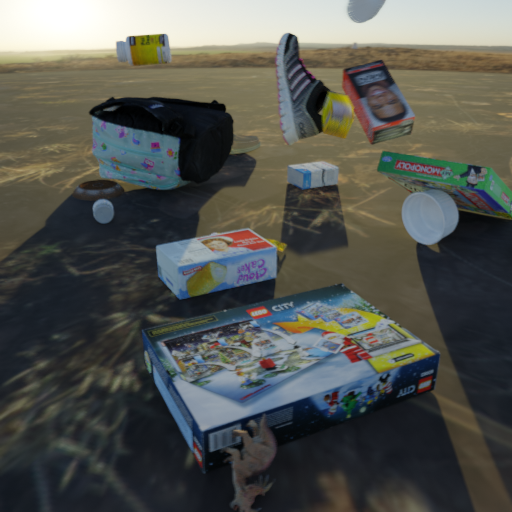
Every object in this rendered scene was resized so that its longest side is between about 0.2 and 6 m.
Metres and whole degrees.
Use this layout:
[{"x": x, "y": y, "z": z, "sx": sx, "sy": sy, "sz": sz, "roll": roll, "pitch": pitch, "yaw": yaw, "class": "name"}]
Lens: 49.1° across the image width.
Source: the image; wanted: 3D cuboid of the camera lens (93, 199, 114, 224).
[{"x": -3.318, "y": -0.968, "z": 12.161, "sx": 0.430, "sy": 0.430, "sz": 0.537, "roll": -7, "pitch": 23, "yaw": -15, "class": "camera lens"}]

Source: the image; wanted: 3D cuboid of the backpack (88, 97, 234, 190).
[{"x": -2.614, "y": -2.972, "z": 14.501, "sx": 3.482, "sy": 2.204, "sz": 2.906, "roll": 11, "pitch": 23, "yaw": 15, "class": "backpack"}]

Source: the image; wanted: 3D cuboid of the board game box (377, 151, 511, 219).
[{"x": 4.056, "y": -1.416, "z": 11.558, "sx": 2.105, "sy": 0.455, "sz": 3.128, "roll": 18, "pitch": 4, "yaw": 34, "class": "board game box"}]

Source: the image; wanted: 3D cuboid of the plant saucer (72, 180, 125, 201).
[{"x": -3.971, "y": -1.689, "z": 14.103, "sx": 1.296, "sy": 0.237, "sz": 1.296, "roll": 1, "pitch": 23, "yaw": 0, "class": "plant saucer"}]

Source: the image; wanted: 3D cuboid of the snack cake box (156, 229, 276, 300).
[{"x": -0.668, "y": 0.097, "z": 9.482, "sx": 1.795, "sy": 0.603, "sz": 1.032, "roll": -12, "pitch": 24, "yaw": -26, "class": "snack cake box"}]

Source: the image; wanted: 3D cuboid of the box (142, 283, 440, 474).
[{"x": 0.362, "y": 1.267, "z": 6.810, "sx": 2.999, "sy": 0.565, "sz": 2.048, "roll": -11, "pitch": 26, "yaw": -24, "class": "box"}]

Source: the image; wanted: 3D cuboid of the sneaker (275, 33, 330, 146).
[{"x": 1.123, "y": -3.967, "z": 13.171, "sx": 1.219, "sy": 2.787, "sz": 1.028, "roll": -5, "pitch": -15, "yaw": 8, "class": "sneaker"}]

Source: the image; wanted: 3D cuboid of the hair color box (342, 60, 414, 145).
[{"x": 2.490, "y": -3.199, "z": 11.578, "sx": 0.904, "sy": 0.546, "sz": 1.782, "roll": -16, "pitch": 59, "yaw": -3, "class": "hair color box"}]

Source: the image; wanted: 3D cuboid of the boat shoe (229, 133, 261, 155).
[{"x": -1.139, "y": -3.781, "z": 18.126, "sx": 2.645, "sy": 0.853, "sz": 0.943, "roll": -5, "pitch": 24, "yaw": -12, "class": "boat shoe"}]

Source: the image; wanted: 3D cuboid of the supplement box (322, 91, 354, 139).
[{"x": 1.776, "y": -3.092, "z": 12.241, "sx": 0.527, "sy": 0.531, "sz": 0.969, "roll": 12, "pitch": 44, "yaw": -7, "class": "supplement box"}]

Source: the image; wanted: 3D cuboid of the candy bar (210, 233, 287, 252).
[{"x": -0.221, "y": -0.259, "z": 10.840, "sx": 1.626, "sy": 0.180, "sz": 0.405, "roll": 7, "pitch": 24, "yaw": 17, "class": "candy bar"}]

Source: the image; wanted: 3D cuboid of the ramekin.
[{"x": 3.405, "y": -0.788, "z": 10.910, "sx": 0.514, "sy": 1.054, "sz": 1.054, "roll": -21, "pitch": 31, "yaw": -29, "class": "ramekin"}]

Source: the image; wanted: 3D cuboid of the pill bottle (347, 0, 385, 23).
[{"x": 1.442, "y": -3.329, "z": 7.347, "sx": 0.412, "sy": 0.412, "sz": 0.751, "roll": 9, "pitch": 40, "yaw": 20, "class": "pill bottle"}]

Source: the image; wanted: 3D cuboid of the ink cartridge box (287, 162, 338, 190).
[{"x": 1.499, "y": -2.143, "z": 14.826, "sx": 1.118, "sy": 0.468, "sz": 0.811, "roll": -12, "pitch": 26, "yaw": -25, "class": "ink cartridge box"}]

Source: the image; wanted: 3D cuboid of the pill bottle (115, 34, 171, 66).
[{"x": -1.926, "y": -3.524, "z": 9.586, "sx": 0.897, "sy": 0.490, "sz": 0.490, "roll": -6, "pitch": 24, "yaw": -5, "class": "pill bottle"}]

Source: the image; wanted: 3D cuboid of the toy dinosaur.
[{"x": -0.001, "y": 1.914, "z": 5.237, "sx": 0.582, "sy": 0.859, "sz": 0.369, "roll": 34, "pitch": 2, "yaw": 25, "class": "toy dinosaur"}]
